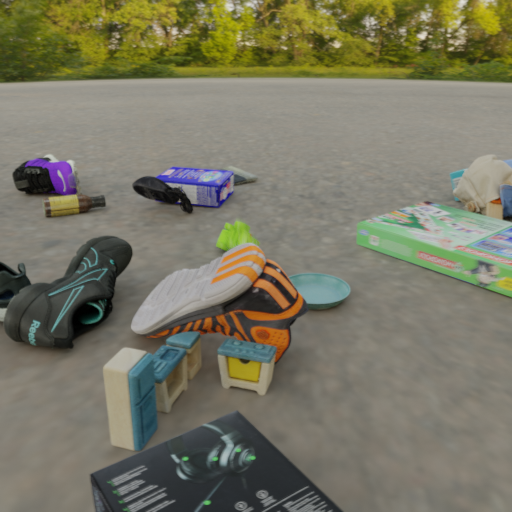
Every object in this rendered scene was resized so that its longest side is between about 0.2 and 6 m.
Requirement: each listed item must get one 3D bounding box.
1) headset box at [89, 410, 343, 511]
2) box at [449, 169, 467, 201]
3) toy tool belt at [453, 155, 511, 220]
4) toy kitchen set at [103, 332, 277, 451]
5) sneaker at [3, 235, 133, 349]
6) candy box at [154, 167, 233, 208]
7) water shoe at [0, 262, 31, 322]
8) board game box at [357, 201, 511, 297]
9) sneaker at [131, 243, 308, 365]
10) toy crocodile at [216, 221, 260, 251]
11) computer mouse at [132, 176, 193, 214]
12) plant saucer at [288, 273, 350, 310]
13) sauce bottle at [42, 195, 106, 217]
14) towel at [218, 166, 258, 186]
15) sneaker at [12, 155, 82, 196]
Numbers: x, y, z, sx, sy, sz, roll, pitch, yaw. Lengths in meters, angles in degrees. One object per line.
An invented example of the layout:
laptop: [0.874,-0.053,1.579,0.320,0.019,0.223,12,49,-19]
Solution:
headset box: [-0.347,2.049,4.274,1.391,0.741,1.598,-16,27,-32]
box: [5.459,-1.863,13.760,1.717,0.707,0.422,-17,5,-38]
toy tool belt: [5.625,-1.306,12.039,2.417,1.509,1.485,-10,55,-16]
toy kitchen set: [-0.607,1.266,5.937,1.277,0.939,1.594,7,24,17]
sneaker: [-2.389,0.546,8.026,0.980,0.932,2.472,17,35,15]
candy box: [-1.491,-1.685,13.543,1.627,0.627,1.376,8,23,10]
water shoe: [-3.984,0.353,8.167,2.152,0.849,0.769,6,23,27]
board game box: [3.853,-0.230,10.187,2.261,0.489,3.360,-18,28,-36]
sneaker: [-0.446,0.855,7.037,2.592,1.452,1.005,-20,34,45]
toy crocodile: [-0.359,-0.305,10.155,0.448,0.490,1.452,25,-8,-20]
computer mouse: [-2.060,-1.450,12.403,1.429,0.989,0.377,17,69,17]
plant saucer: [0.894,0.569,8.629,1.093,0.196,1.093,0,23,0]
sauce bottle: [-4.068,-1.145,12.555,1.344,0.435,0.435,-8,24,-26]
towel: [-0.814,-2.130,15.303,1.260,0.226,1.309,-17,30,-30]
sneaker: [-5.256,-1.864,13.827,1.291,0.903,2.596,-20,25,-32]
